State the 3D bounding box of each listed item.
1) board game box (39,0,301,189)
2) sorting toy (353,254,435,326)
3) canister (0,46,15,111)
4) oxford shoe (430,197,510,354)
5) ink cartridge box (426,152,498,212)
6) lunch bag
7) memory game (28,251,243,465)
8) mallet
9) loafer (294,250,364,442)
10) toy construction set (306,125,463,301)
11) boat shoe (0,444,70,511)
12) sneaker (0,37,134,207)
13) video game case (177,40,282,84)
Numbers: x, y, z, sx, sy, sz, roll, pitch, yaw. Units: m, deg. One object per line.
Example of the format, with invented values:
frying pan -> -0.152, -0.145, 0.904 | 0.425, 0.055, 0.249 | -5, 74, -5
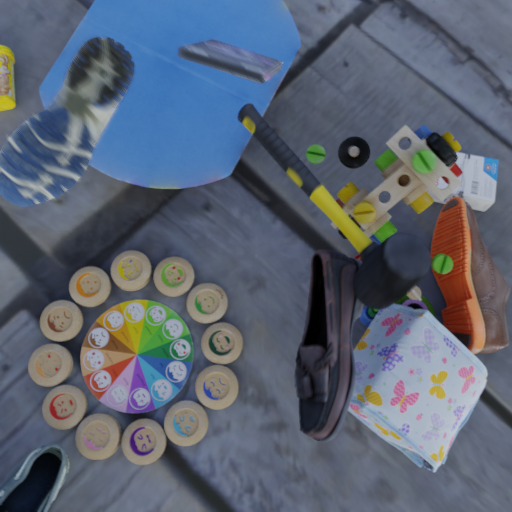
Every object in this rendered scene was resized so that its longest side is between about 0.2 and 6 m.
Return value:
board game box -> -1.642, -3.745, 11.591 | 4.158, 1.025, 5.263 | 27, 80, 3
sorting toy -> 2.441, 0.761, 10.240 | 1.204, 0.822, 2.003 | -42, 78, -12
canister -> -5.556, -3.696, 11.768 | 0.932, 0.543, 1.255 | -9, 74, -3
oxford shoe -> 4.012, 0.346, 10.402 | 1.068, 1.045, 2.931 | 1, 79, -17
ink cartridge box -> 4.022, -1.506, 11.077 | 1.286, 0.552, 0.942 | 11, 73, 5
lunch bag -> 2.661, 2.246, 9.441 | 2.317, 1.473, 1.965 | 40, 77, -18
memory game -> -2.190, 1.761, 10.234 | 3.937, 0.251, 3.937 | 0, 73, 0
mallet -> 0.875, -0.776, 6.863 | 0.651, 1.041, 3.162 | -34, 83, -28
loafer -> 0.807, 1.079, 7.167 | 0.761, 0.868, 2.416 | 24, 70, -29
toy construction set -> 2.138, -0.669, 8.210 | 2.262, 2.084, 2.712 | -16, 93, 9
boat shoe -> -3.871, 4.102, 8.563 | 1.027, 0.872, 2.821 | 35, 46, -2
sneaker -> -3.039, -2.059, 9.183 | 1.167, 1.290, 3.029 | 38, 82, -17
video game case -> -0.317, -2.906, 8.288 | 1.227, 1.718, 0.163 | 19, 116, 3
